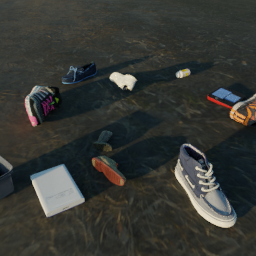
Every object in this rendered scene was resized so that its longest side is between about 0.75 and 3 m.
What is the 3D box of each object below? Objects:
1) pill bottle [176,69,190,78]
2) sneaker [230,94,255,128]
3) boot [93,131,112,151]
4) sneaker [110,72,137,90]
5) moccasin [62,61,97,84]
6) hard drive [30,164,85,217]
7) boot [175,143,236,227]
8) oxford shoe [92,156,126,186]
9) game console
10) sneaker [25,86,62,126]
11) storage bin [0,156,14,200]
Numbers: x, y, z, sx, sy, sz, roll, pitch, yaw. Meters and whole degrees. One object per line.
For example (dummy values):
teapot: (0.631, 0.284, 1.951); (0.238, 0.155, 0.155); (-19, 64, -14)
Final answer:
pill bottle: (3.062, -3.035, 15.619); (0.767, 0.400, 0.400); (-18, 38, -25)
sneaker: (5.742, -0.691, 11.788); (2.675, 1.037, 1.498); (-27, 46, -19)
boot: (-0.808, 0.471, 10.559); (0.832, 0.332, 0.915); (16, 30, 18)
sneaker: (-0.326, -2.314, 13.904); (1.664, 0.725, 0.620); (17, -6, 41)
moccasin: (-2.727, -3.101, 15.365); (0.929, 0.787, 2.308); (22, 40, 29)
hard drive: (-2.185, 1.846, 8.547); (1.127, 0.217, 1.709); (-18, 38, -25)
boot: (2.191, 1.564, 8.121); (0.932, 1.158, 2.563); (-15, 37, -21)
oxford shoe: (-0.517, 1.291, 9.090); (0.581, 0.547, 1.553); (-23, 40, -34)
game console: (4.760, -1.518, 13.519); (1.387, 0.243, 1.568); (29, 44, 36)
sneaker: (-3.553, -1.108, 12.133); (1.291, 1.089, 2.951); (-9, 30, -2)
storage bin: (-4.106, 1.508, 8.398); (1.417, 0.952, 1.031); (24, 41, 33)
